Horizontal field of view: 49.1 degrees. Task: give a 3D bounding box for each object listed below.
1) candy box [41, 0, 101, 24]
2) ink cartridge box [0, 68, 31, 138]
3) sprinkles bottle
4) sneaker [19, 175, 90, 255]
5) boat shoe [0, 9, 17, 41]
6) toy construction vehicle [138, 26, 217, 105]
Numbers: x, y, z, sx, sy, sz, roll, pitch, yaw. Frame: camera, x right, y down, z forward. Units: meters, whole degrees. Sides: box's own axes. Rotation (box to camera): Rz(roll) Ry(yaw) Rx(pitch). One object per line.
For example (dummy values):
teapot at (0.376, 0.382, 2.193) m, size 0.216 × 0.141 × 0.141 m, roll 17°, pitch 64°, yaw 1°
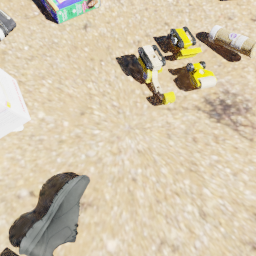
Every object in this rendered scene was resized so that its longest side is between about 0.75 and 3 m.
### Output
candy box at (-2.329, -5.217, 11.142) m, size 1.940 × 0.747 × 1.640 m, roll -31°, pitch 67°, yaw -15°
ink cartridge box at (-4.195, -0.787, 7.815) m, size 1.674 × 2.674 × 1.718 m, roll -30°, pitch 65°, yaw 4°
sprinkles bottle at (3.723, -3.046, 9.856) m, size 0.598 × 0.598 × 1.753 m, roll -41°, pitch 57°, yaw -20°
sneaker at (-1.603, 2.300, 7.101) m, size 1.091 × 0.913 × 2.403 m, roll 33°, pitch 70°, yaw 4°
boat shoe at (-5.475, -4.455, 10.541) m, size 2.980 × 1.101 × 0.899 m, roll 37°, pitch 68°, yaw 15°
toy construction vehicle at (1.557, -2.108, 9.496) m, size 2.291 × 0.927 × 2.631 m, roll -17°, pitch 65°, yaw -22°
